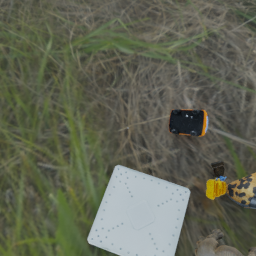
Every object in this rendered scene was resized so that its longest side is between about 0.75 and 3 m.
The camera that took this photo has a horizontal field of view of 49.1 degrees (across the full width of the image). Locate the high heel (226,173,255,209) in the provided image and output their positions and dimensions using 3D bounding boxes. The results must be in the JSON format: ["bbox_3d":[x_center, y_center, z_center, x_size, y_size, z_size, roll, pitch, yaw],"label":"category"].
[{"bbox_3d":[3.955,1.008,7.742,2.060,1.032,2.890,7,47,35],"label":"high heel"}]

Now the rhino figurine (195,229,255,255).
[{"bbox_3d":[2.618,3.125,6.228,2.399,1.049,0.717,18,108,26],"label":"rhino figurine"}]

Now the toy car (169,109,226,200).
[{"bbox_3d":[1.988,0.661,8.019,0.891,1.313,2.677,4,73,-40],"label":"toy car"}]

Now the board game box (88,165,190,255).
[{"bbox_3d":[0.330,2.322,7.428,2.166,0.280,2.166,17,66,9],"label":"board game box"}]

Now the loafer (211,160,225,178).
[{"bbox_3d":[2.496,1.150,7.612,0.345,0.946,0.338,-19,59,17],"label":"loafer"}]
